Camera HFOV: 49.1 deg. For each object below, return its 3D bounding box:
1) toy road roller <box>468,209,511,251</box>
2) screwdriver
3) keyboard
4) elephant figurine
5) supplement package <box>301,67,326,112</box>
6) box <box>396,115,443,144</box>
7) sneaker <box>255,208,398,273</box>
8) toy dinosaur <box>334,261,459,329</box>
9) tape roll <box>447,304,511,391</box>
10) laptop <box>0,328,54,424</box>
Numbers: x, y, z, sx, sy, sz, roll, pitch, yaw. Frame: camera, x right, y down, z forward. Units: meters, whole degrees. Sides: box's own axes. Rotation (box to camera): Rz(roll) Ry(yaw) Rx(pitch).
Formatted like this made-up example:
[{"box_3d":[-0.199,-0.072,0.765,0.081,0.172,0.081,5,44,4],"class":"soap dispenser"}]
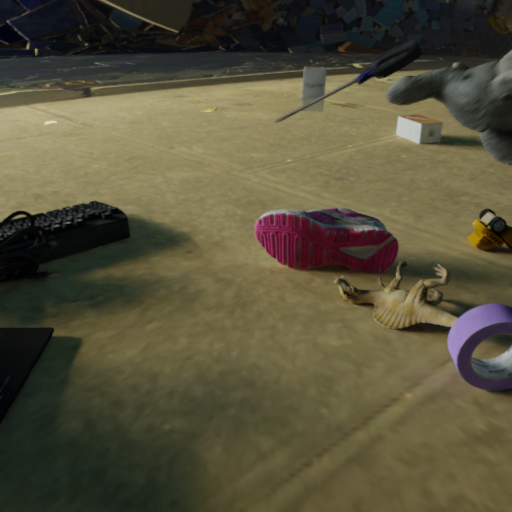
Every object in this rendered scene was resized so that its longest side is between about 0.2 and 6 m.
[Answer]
[{"box_3d":[4.556,-0.370,10.751,0.983,0.717,0.604,33,19,-18],"class":"toy road roller"},{"box_3d":[1.333,-2.480,8.334,2.339,0.340,0.326,-28,31,22],"class":"screwdriver"},{"box_3d":[-4.884,-0.341,9.974,5.602,1.110,2.916,-21,32,-36],"class":"keyboard"},{"box_3d":[3.144,-1.924,6.824,2.303,1.630,1.787,-25,6,-12],"class":"elephant figurine"},{"box_3d":[1.249,-3.612,12.150,0.483,0.827,0.485,4,-19,7],"class":"supplement package"},{"box_3d":[5.445,-4.253,18.749,0.849,0.665,1.365,-9,27,-18],"class":"box"},{"box_3d":[1.243,-0.359,10.200,2.535,1.031,1.118,10,25,2],"class":"sneaker"},{"box_3d":[2.408,0.720,8.423,1.266,0.729,2.504,-38,34,-31],"class":"toy dinosaur"},{"box_3d":[2.917,1.127,6.879,1.012,1.012,0.430,1,25,2],"class":"tape roll"},{"box_3d":[-4.352,1.001,6.537,2.996,1.547,2.655,0,26,0],"class":"laptop"}]
